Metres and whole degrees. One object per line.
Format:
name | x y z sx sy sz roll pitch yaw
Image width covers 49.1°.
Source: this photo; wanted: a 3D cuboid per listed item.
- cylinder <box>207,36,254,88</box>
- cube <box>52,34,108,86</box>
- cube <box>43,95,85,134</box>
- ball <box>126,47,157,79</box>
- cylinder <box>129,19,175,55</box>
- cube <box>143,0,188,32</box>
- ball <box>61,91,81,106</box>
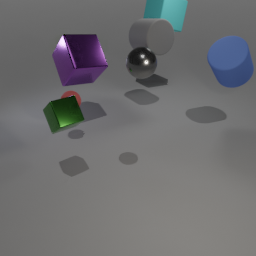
cylinder | 3.801 -2.412 10.349 1.400 1.400 1.400 24 -6 36
cube | -1.845 -2.567 10.639 1.400 1.400 1.400 -14 -11 -35
cube | -1.656 -0.339 7.186 0.700 0.700 0.700 -21 -3 -34
ball | 0.303 -1.451 6.252 0.700 0.700 0.700 0 29 0
cylinder | 0.964 -3.799 11.644 1.400 1.400 1.400 -17 27 -27
cube | 1.728 -5.423 13.257 1.400 1.400 1.400 -1 20 -34
ball | -1.963 -0.935 9.631 0.700 0.700 0.700 0 29 0
